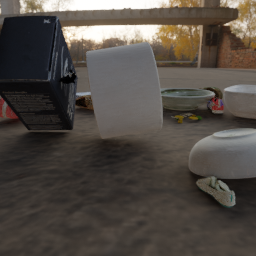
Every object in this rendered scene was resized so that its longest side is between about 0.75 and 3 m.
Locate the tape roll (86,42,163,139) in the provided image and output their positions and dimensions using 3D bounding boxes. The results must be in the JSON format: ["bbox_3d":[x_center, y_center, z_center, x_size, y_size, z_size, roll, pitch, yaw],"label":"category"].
[{"bbox_3d":[-0.116,-1.026,7.866,1.708,2.488,2.488,-10,16,-2],"label":"tape roll"}]

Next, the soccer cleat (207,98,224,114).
[{"bbox_3d":[3.791,-1.053,12.098,0.588,0.631,1.724,2,15,7],"label":"soccer cleat"}]

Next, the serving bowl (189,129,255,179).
[{"bbox_3d":[2.259,0.415,5.819,2.047,0.673,2.047,-9,7,1],"label":"serving bowl"}]

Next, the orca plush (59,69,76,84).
[{"bbox_3d":[-1.519,-1.313,7.454,0.292,0.432,0.822,29,8,1],"label":"orca plush"}]

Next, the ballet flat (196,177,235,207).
[{"bbox_3d":[1.566,1.045,4.968,0.349,0.349,0.974,-5,15,-19],"label":"ballet flat"}]

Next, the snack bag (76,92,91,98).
[{"bbox_3d":[-1.527,-1.708,15.233,2.433,0.276,2.581,13,17,39],"label":"snack bag"}]

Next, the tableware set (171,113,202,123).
[{"bbox_3d":[2.210,-0.343,10.439,1.114,0.171,0.750,-11,22,-39],"label":"tableware set"}]

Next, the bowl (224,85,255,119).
[{"bbox_3d":[5.472,-1.048,11.209,2.948,1.102,2.953,10,19,32],"label":"bowl"}]

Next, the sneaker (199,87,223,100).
[{"bbox_3d":[4.640,-1.888,14.976,0.957,0.715,2.131,-9,14,-14],"label":"sneaker"}]

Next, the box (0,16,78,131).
[{"bbox_3d":[-2.518,-1.435,8.192,1.504,2.133,2.883,-1,-27,1],"label":"box"}]

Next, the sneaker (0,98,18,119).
[{"bbox_3d":[-3.891,-0.841,11.219,1.203,1.023,2.775,17,21,8],"label":"sneaker"}]

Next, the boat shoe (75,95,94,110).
[{"bbox_3d":[-1.569,-1.113,12.316,2.080,0.741,0.671,1,17,44],"label":"boat shoe"}]

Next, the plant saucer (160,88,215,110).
[{"bbox_3d":[2.426,-1.306,12.822,2.956,0.742,2.956,-1,15,0],"label":"plant saucer"}]
